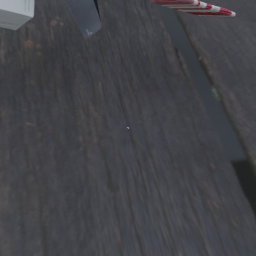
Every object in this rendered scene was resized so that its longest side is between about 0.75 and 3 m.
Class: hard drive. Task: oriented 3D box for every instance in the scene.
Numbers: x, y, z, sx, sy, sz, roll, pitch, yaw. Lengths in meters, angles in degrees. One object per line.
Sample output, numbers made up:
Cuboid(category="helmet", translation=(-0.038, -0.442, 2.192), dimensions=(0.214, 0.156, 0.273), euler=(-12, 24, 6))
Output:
Cuboid(category="hard drive", translation=(-1.165, -3.444, 6.248), dimensions=(0.588, 2.779, 1.875), euler=(-10, 80, 4))

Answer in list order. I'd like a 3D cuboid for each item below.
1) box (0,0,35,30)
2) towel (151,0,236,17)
Cuboid(category="box", translation=(-2.755, -2.930, 5.474), dimensions=(1.525, 1.306, 1.517), euler=(1, 94, -36))
Cuboid(category="towel", translation=(1.599, -2.968, 6.815), dimensions=(1.760, 0.200, 1.268), euler=(0, 21, -31))
